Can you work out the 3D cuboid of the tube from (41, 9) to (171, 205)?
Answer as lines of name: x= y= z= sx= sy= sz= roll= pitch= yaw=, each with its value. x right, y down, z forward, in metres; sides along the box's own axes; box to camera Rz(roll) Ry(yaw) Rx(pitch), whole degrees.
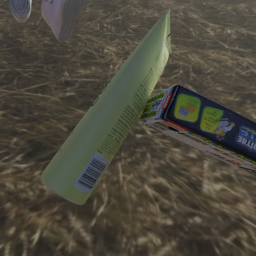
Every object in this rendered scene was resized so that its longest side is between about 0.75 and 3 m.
tube: x=-0.153 y=-0.297 z=4.208 sx=2.939 sy=0.763 sz=0.853 roll=-56 pitch=26 yaw=-7

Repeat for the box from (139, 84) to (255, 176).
box: x=1.504 y=0.222 z=3.990 sx=2.543 sy=1.400 sz=0.441 roll=25 pitch=85 yaw=-9

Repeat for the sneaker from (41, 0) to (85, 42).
sneaker: x=-1.802 y=-3.365 z=7.394 sx=0.708 sy=1.922 sz=1.110 roll=-27 pitch=74 yaw=-41

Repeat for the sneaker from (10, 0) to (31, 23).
sneaker: x=-3.121 y=-4.081 z=8.171 sx=0.734 sy=1.921 sz=0.773 roll=7 pitch=0 yaw=-14
